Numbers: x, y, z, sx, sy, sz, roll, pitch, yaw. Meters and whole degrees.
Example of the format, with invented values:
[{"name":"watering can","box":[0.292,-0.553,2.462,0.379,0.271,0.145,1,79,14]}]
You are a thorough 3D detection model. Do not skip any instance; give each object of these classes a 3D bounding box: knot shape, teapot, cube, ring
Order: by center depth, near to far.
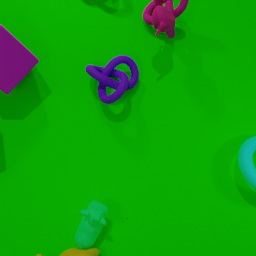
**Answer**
[{"name":"ring","box":[3.837,1.029,7.627,1.772,0.354,1.772,6,61,-12]},{"name":"teapot","box":[0.919,-2.910,7.644,0.725,0.571,1.166,34,42,-23]},{"name":"cube","box":[-3.494,-1.944,7.667,1.291,1.291,1.291,-48,40,-4]},{"name":"knot shape","box":[-0.539,-1.496,8.134,1.474,0.728,1.575,25,60,12]},{"name":"knot shape","box":[1.158,-3.445,8.480,0.737,1.595,1.492,-13,90,-34]}]

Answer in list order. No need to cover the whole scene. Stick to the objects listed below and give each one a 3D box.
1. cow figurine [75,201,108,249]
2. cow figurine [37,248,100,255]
[{"name":"cow figurine","box":[-0.945,2.464,7.044,0.699,1.253,1.273,25,83,5]},{"name":"cow figurine","box":[-1.537,3.366,6.817,1.440,1.417,0.790,-15,73,26]}]
